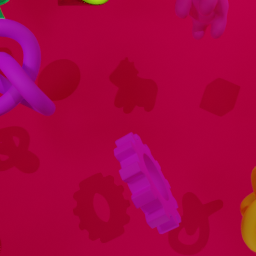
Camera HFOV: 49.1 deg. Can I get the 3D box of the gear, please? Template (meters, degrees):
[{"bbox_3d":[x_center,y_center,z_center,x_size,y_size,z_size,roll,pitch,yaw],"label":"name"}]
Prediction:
[{"bbox_3d":[0.385,0.992,5.285,0.347,1.877,1.877,-29,84,11],"label":"gear"}]

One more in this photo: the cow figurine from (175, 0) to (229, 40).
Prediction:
[{"bbox_3d":[1.495,-2.802,5.387,0.939,1.711,1.683,10,78,37],"label":"cow figurine"}]

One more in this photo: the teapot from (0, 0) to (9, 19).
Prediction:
[{"bbox_3d":[-2.927,-3.069,5.975,0.899,1.836,1.141,37,53,24],"label":"teapot"}]

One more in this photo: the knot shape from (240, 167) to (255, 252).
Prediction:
[{"bbox_3d":[2.806,1.725,5.774,0.812,1.758,1.645,15,68,20],"label":"knot shape"}]

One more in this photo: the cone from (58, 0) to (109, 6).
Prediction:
[{"bbox_3d":[-1.182,-2.865,5.832,1.273,1.277,1.273,8,76,-37],"label":"cone"}]

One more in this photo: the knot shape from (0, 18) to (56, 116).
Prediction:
[{"bbox_3d":[-2.233,-0.859,5.066,1.732,0.855,1.851,-17,109,33],"label":"knot shape"}]
